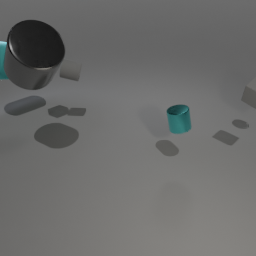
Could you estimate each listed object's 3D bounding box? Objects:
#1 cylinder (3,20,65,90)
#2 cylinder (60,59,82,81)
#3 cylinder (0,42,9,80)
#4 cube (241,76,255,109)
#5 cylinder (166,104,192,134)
[{"bbox_3d":[-2.540,-1.904,7.521,1.400,1.400,1.400,-21,-3,-31],"label":"cylinder"},{"bbox_3d":[-2.126,-2.155,10.427,0.700,0.700,0.700,12,30,-9],"label":"cylinder"},{"bbox_3d":[-4.686,-2.597,10.878,1.400,1.400,1.400,22,20,31],"label":"cylinder"},{"bbox_3d":[4.021,-1.084,8.545,0.700,0.700,0.700,-39,59,-19],"label":"cube"},{"bbox_3d":[1.587,-0.275,8.704,0.700,0.700,0.700,-11,27,6],"label":"cylinder"}]
